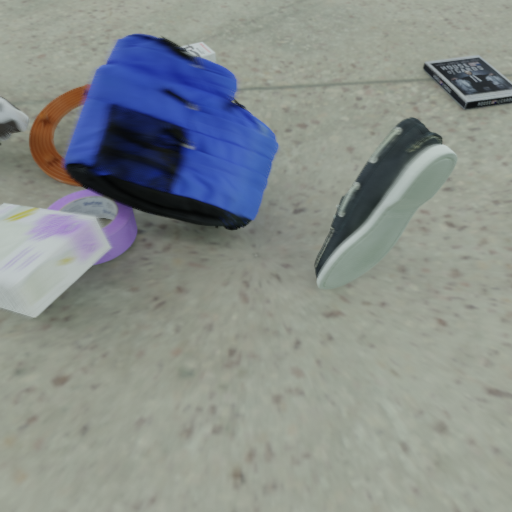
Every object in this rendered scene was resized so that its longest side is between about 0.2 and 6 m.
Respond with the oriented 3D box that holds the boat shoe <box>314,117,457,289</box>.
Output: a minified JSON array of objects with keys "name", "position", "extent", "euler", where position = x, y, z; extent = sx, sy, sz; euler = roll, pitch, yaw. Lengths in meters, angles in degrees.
[{"name":"boat shoe","position":[1.538,-0.604,7.483],"extent":[1.007,2.663,0.803],"euler":[1,48,-42]}]

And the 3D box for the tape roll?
[{"name":"tape roll","position":[-2.595,-0.469,8.742],"extent":[1.395,0.458,1.395],"euler":[-1,42,1]}]

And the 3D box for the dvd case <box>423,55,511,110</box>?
[{"name":"dvd case","position":[4.752,-3.853,12.342],"extent":[1.420,0.234,1.890],"euler":[-11,47,-11]}]

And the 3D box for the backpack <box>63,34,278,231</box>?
[{"name":"backpack","position":[-1.080,-1.640,8.056],"extent":[2.779,2.332,2.258],"euler":[20,4,-19]}]

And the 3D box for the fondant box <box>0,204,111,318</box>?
[{"name":"fondant box","position":[-3.145,-0.020,7.406],"extent":[1.961,0.571,1.415],"euler":[10,43,30]}]

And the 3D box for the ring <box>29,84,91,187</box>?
[{"name":"ring","position":[-2.965,-2.338,10.366],"extent":[2.478,0.238,2.478],"euler":[-1,61,1]}]

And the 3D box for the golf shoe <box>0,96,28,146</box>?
[{"name":"golf shoe","position":[-5.021,-2.202,9.790],"extent":[2.584,1.221,1.005],"euler":[0,81,39]}]

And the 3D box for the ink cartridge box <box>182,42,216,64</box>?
[{"name":"ink cartridge box","position":[-1.497,-4.513,12.870],"extent":[0.982,0.410,0.714],"euler":[-22,49,-21]}]
